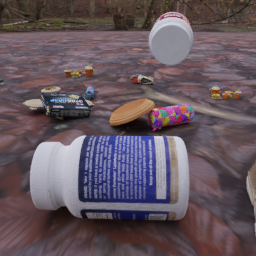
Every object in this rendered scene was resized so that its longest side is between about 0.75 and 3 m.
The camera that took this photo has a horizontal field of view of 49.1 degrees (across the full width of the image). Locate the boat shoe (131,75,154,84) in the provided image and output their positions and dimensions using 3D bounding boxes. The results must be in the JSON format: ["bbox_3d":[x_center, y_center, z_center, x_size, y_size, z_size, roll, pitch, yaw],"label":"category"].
[{"bbox_3d":[0.607,-2.096,12.205,1.038,0.369,0.325,8,26,6],"label":"boat shoe"}]

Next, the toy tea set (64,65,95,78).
[{"bbox_3d":[-2.351,-2.787,13.582,1.463,0.542,0.870,-10,25,-22],"label":"toy tea set"}]

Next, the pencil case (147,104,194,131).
[{"bbox_3d":[1.177,-0.314,7.671,1.329,0.587,0.587,-13,26,-27],"label":"pencil case"}]

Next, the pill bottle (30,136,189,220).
[{"bbox_3d":[-0.243,0.730,4.233,2.146,1.242,1.242,1,23,2],"label":"pill bottle"}]

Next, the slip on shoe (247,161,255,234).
[{"bbox_3d":[2.282,1.111,3.973,0.917,0.731,2.413,5,23,11],"label":"slip on shoe"}]

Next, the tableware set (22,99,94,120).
[{"bbox_3d":[-2.216,-0.751,9.075,1.671,0.232,2.000,17,24,23],"label":"tableware set"}]

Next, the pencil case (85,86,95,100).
[{"bbox_3d":[-1.390,-1.289,10.236,0.327,0.355,0.767,1,24,-4],"label":"pencil case"}]

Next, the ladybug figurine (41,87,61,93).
[{"bbox_3d":[-2.844,-1.332,10.416,0.549,0.291,0.808,16,27,33],"label":"ladybug figurine"}]

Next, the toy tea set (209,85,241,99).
[{"bbox_3d":[3.550,-1.317,10.222,1.112,0.411,0.661,-1,23,-3],"label":"toy tea set"}]

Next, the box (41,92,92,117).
[{"bbox_3d":[-1.852,-0.699,8.334,1.261,0.290,1.002,-1,33,-32],"label":"box"}]

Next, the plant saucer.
[{"bbox_3d":[0.076,-0.482,7.761,1.344,0.252,1.344,-24,15,7],"label":"plant saucer"}]

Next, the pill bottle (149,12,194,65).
[{"bbox_3d":[0.929,-1.935,6.021,0.920,0.920,1.611,3,28,8],"label":"pill bottle"}]

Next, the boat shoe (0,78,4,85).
[{"bbox_3d":[-5.733,-1.935,11.856,0.331,0.298,0.937,17,28,35],"label":"boat shoe"}]
